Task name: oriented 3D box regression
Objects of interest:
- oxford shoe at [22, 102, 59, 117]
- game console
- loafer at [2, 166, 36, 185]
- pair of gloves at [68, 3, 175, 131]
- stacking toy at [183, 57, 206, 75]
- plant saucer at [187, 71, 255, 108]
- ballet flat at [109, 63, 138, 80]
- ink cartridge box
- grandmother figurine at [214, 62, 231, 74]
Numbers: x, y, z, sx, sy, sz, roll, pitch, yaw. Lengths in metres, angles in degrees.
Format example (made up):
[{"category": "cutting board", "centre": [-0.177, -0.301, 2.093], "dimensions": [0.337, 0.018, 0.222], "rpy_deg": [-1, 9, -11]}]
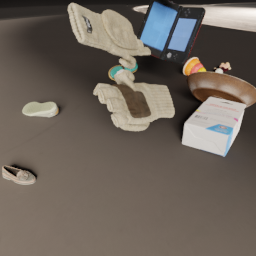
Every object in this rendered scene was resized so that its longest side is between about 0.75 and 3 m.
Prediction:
[{"category": "oxford shoe", "centre": [-3.500, -0.698, 11.201], "dimensions": [1.765, 0.510, 0.663], "rpy_deg": [0, 61, 26]}, {"category": "game console", "centre": [1.726, -4.145, 11.767], "dimensions": [1.427, 2.404, 2.072], "rpy_deg": [13, 12, -39]}, {"category": "loafer", "centre": [-3.084, 1.306, 7.842], "dimensions": [1.056, 0.332, 0.380], "rpy_deg": [9, 31, 16]}, {"category": "pair of gloves", "centre": [-0.083, -1.346, 6.547], "dimensions": [0.514, 2.929, 2.491], "rpy_deg": [-25, -4, 38]}, {"category": "stacking toy", "centre": [3.749, -2.947, 14.849], "dimensions": [1.090, 1.090, 1.492], "rpy_deg": [-20, 53, -31]}, {"category": "plant saucer", "centre": [3.603, -1.332, 10.980], "dimensions": [2.848, 0.521, 2.848], "rpy_deg": [19, -8, 3]}, {"category": "ballet flat", "centre": [-0.378, -2.992, 15.088], "dimensions": [0.754, 0.821, 2.393], "rpy_deg": [-11, 13, 43]}, {"category": "ink cartridge box", "centre": [3.093, -0.159, 9.833], "dimensions": [1.472, 0.867, 2.557], "rpy_deg": [17, 34, 27]}, {"category": "grandmother figurine", "centre": [5.281, -3.275, 15.717], "dimensions": [0.938, 0.469, 1.547], "rpy_deg": [-7, 23, 41]}]
